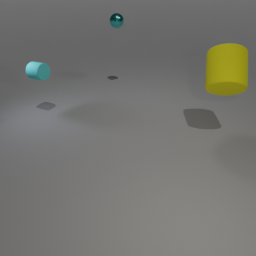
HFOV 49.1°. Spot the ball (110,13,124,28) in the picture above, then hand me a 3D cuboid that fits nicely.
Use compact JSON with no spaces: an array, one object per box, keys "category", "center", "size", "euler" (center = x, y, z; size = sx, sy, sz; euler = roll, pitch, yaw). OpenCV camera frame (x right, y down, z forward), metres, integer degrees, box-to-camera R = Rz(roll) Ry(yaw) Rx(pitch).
[{"category":"ball","center":[-0.558,-5.277,13.787],"size":[0.700,0.700,0.700],"euler":[0,29,0]}]

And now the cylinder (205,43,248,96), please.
[{"category":"cylinder","center":[3.484,-2.029,9.921],"size":[1.400,1.400,1.400],"euler":[6,-12,1]}]

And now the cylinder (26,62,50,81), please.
[{"category":"cylinder","center":[-3.695,-2.338,11.518],"size":[0.700,0.700,0.700],"euler":[13,32,29]}]
